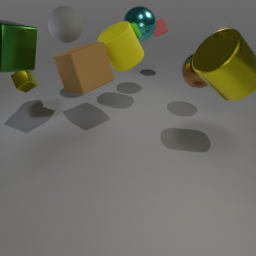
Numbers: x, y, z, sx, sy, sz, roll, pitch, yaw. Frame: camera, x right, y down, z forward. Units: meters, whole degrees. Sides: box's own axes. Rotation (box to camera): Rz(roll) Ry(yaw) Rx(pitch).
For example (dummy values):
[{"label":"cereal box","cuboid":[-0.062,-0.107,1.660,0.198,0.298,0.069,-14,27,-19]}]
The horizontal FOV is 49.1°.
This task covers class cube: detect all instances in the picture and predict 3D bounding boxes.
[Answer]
[{"label":"cube","cuboid":[1.588,-5.150,14.378,0.700,0.700,0.700,-23,14,14]},{"label":"cube","cuboid":[-1.578,-2.156,10.037,1.400,1.400,1.400,-31,26,-31]},{"label":"cube","cuboid":[-4.447,-2.045,12.050,0.700,0.700,0.700,-29,-12,9]},{"label":"cube","cuboid":[-3.936,-2.641,8.924,1.400,1.400,1.400,19,21,22]}]

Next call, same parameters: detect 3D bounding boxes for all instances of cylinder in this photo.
[{"label":"cylinder","cuboid":[-0.267,-3.197,11.041,1.400,1.400,1.400,-20,40,17]},{"label":"cylinder","cuboid":[2.682,-1.663,7.509,1.400,1.400,1.400,33,15,-33]}]

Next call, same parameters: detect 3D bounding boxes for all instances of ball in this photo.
[{"label":"ball","cuboid":[0.481,-4.334,11.719,1.400,1.400,1.400,0,32,0]},{"label":"ball","cuboid":[-2.488,-4.129,11.211,1.400,1.400,1.400,0,32,0]},{"label":"ball","cuboid":[2.825,-2.273,11.007,1.400,1.400,1.400,0,32,0]}]
